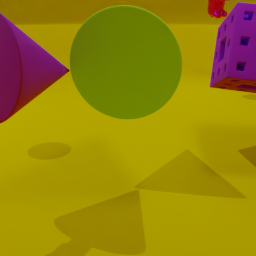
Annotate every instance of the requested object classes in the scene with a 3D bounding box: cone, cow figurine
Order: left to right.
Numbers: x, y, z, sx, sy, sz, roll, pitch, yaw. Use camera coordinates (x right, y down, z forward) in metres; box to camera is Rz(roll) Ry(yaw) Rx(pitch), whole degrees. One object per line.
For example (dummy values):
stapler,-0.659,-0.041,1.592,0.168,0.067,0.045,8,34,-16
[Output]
cone,-1.168,-0.723,3.465,1.209,1.209,1.213,15,16,32
cone,0.060,-1.168,4.559,1.573,1.573,1.579,3,26,8
cow figurine,2.648,-4.044,8.693,0.615,1.121,1.103,-22,45,-28

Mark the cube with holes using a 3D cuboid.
cube with holes,2.202,-1.277,4.830,1.162,1.162,1.162,8,1,3
